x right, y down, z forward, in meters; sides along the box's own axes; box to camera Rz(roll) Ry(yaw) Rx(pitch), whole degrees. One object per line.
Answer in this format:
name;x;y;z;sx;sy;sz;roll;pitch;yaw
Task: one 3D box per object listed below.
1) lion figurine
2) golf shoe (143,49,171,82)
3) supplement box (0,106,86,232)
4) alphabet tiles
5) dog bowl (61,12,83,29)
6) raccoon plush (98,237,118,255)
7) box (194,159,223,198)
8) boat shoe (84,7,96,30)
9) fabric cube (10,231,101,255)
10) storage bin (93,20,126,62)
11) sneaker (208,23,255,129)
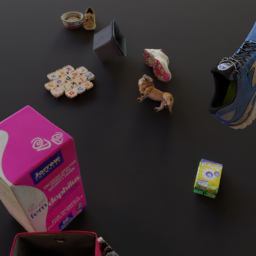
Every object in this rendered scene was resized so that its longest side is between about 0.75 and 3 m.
lion figurine;0.924;-1.058;8.944;1.552;0.562;0.951;34;47;11
golf shoe;1.191;-2.307;9.937;0.804;0.662;1.757;-14;50;-17
supplement box;-1.820;1.050;5.564;1.327;2.568;1.299;32;55;25
alphabet tiles;-1.996;-1.606;9.638;1.597;0.117;1.562;-33;55;-26
dog bowl;-2.423;-4.726;12.305;0.980;0.361;0.980;0;48;1
raccoon plush;-0.441;2.800;5.525;0.716;0.517;1.069;-43;38;-19
box;1.996;1.253;6.976;0.558;0.230;0.951;15;51;14
boat shoe;-1.700;-4.808;12.297;0.528;0.474;1.427;-6;48;-6
fabric cube;-1.194;2.753;4.800;1.415;1.438;1.442;-1;48;1
storage bin;-0.696;-3.152;10.551;1.000;1.083;1.488;-21;45;19
sneaker;1.906;-0.973;4.539;0.872;1.956;0.768;17;9;-26
